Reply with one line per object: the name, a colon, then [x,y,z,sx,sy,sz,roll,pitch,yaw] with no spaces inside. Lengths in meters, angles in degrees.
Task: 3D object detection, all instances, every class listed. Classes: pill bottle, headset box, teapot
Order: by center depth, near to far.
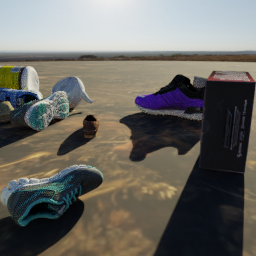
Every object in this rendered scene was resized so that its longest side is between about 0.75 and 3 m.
headset box: [2.045,-0.239,5.833,0.891,1.716,2.306,5,16,18]
teapot: [-2.206,-1.243,10.705,1.335,0.988,1.353,-30,45,-2]
pill bottle: [-5.262,-1.824,11.667,2.724,1.488,1.488,1,16,3]

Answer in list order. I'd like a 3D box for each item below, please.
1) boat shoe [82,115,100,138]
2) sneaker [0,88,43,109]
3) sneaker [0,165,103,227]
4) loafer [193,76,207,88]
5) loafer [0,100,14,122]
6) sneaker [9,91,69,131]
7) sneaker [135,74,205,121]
boat shoe: [-1.013,-0.134,7.723,0.474,0.474,1.347,-5,16,-9]
sneaker: [-4.210,-1.028,10.209,2.215,0.819,0.911,-8,20,-23]
sneaker: [-0.981,0.991,3.987,1.463,0.568,0.667,-13,36,-26]
loafer: [4.655,-2.612,15.811,1.983,0.692,0.693,7,18,22]
loafer: [-4.003,-0.562,9.033,0.613,0.544,1.613,-15,22,-42]
sneaker: [-2.675,-0.601,8.643,1.104,0.939,2.421,1,14,16]
sneaker: [1.537,-1.146,9.509,2.804,1.395,0.975,11,20,30]
